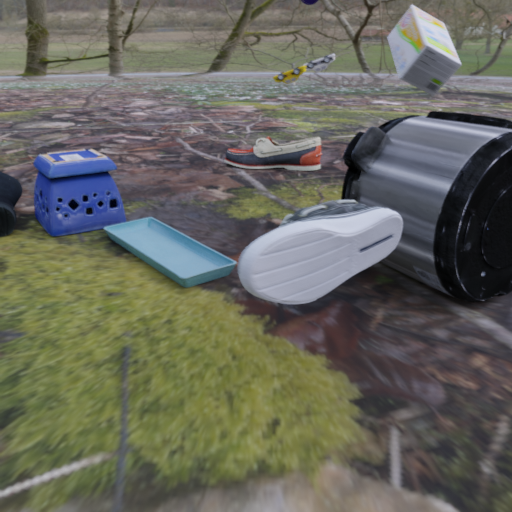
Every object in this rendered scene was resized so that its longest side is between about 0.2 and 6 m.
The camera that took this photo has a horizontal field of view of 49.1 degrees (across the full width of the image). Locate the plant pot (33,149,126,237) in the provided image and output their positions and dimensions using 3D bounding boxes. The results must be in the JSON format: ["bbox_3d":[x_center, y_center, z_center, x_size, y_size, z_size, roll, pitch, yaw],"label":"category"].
[{"bbox_3d":[-3.415,-1.275,10.660,1.459,1.312,1.459,-12,25,-30],"label":"plant pot"}]

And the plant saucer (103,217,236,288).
[{"bbox_3d":[-1.500,-0.105,9.216,0.970,0.263,2.774,-16,28,-35],"label":"plant saucer"}]

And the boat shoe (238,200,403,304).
[{"bbox_3d":[0.556,-0.093,5.557,2.132,0.769,0.756,-14,29,-41],"label":"boat shoe"}]

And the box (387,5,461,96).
[{"bbox_3d":[3.021,-3.749,10.194,0.821,0.740,1.460,19,46,-20],"label":"box"}]

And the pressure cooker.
[{"bbox_3d":[2.565,-0.829,8.157,2.424,2.386,2.713,-20,28,-26],"label":"pressure cooker"}]

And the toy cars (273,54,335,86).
[{"bbox_3d":[0.868,-3.207,9.764,1.220,0.270,0.547,-28,21,-21],"label":"toy cars"}]

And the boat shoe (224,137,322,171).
[{"bbox_3d":[0.434,-2.766,14.933,2.641,0.826,0.940,4,24,13],"label":"boat shoe"}]

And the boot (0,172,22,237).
[{"bbox_3d":[-5.624,-0.985,10.444,2.316,0.884,1.946,-1,25,-21],"label":"boot"}]

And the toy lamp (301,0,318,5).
[{"bbox_3d":[1.485,-5.588,11.490,0.556,0.556,1.909,14,39,30],"label":"toy lamp"}]
